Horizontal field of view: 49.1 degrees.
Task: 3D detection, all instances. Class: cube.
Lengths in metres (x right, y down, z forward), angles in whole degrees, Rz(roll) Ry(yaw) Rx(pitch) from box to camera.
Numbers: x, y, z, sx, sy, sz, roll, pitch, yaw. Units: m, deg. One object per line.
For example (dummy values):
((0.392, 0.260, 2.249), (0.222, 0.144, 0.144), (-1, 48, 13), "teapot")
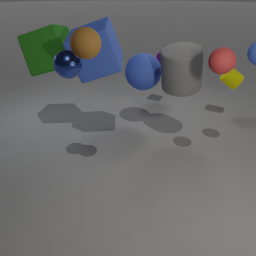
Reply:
((-2.790, -2.778, 10.038), (1.400, 1.400, 1.400), (-13, 14, 13), "cube")
((-1.056, -2.532, 9.085), (1.400, 1.400, 1.400), (-15, 35, 11), "cube")

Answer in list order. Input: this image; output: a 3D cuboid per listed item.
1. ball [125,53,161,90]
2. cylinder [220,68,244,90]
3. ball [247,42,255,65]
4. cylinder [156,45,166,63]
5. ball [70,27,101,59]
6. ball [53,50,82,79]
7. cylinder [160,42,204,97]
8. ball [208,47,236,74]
((0.580, -2.148, 10.714), (1.400, 1.400, 1.400), (0, 28, 0), "ball")
((4.346, -2.091, 11.728), (0.700, 0.700, 0.700), (38, 31, -5), "cylinder")
((3.773, -2.134, 7.966), (0.700, 0.700, 0.700), (0, 28, 0), "ball")
((1.698, -3.197, 12.343), (0.700, 0.700, 0.700), (15, 49, 27), "cylinder")
((-0.949, -1.895, 6.270), (0.700, 0.700, 0.700), (0, 28, 0), "ball")
((-1.496, -1.580, 6.958), (0.700, 0.700, 0.700), (0, 28, 0), "ball")
((1.823, -2.012, 9.545), (1.400, 1.400, 1.400), (-6, 38, 4), "cylinder")
((2.493, -1.777, 7.428), (0.700, 0.700, 0.700), (0, 28, 0), "ball")
